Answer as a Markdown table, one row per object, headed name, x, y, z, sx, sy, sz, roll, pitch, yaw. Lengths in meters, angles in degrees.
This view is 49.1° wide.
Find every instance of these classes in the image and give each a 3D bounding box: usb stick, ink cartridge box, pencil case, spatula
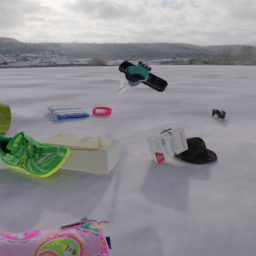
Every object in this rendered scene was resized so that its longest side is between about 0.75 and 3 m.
| name | x | y | z | sx | sy | sz | roll | pitch | yaw |
| --- | --- | --- | --- | --- | --- | --- | --- | --- | --- |
| usb stick | 0.503 | -1.822 | 9.799 | 1.883 | 0.307 | 0.522 | 31 | 64 | 21 |
| ink cartridge box | 1.166 | 0.454 | 8.296 | 1.049 | 0.757 | 0.439 | -23 | 22 | -13 |
| pencil case | -1.337 | 1.780 | 3.774 | 2.244 | 0.981 | 0.981 | -4 | 16 | -6 |
| spatula | 0.162 | -2.206 | 12.602 | 1.546 | 0.179 | 2.223 | -35 | -5 | -6 |

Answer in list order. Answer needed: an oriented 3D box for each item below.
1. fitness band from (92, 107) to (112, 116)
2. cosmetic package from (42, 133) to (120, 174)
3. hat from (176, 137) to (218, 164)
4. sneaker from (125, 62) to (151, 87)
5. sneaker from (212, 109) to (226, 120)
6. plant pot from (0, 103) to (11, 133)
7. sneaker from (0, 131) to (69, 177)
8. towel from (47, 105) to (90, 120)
| name | x | y | z | sx | sy | sz | roll | pitch | yaw |
| --- | --- | --- | --- | --- | --- | --- | --- | --- | --- |
| fitness band | -1.315 | -0.845 | 14.319 | 0.967 | 0.252 | 1.346 | 2 | 17 | -2 |
| cosmetic package | -1.336 | 0.697 | 8.022 | 2.004 | 0.732 | 1.037 | 4 | 16 | 16 |
| hat | 2.085 | 0.589 | 8.686 | 1.427 | 0.575 | 1.427 | 1 | 15 | 0 |
| sneaker | 0.235 | -1.450 | 8.381 | 0.629 | 0.740 | 1.691 | 36 | 28 | 4 |
| sneaker | 4.435 | -0.698 | 13.337 | 0.528 | 0.491 | 1.222 | 1 | 17 | -1 |
| plant pot | -5.406 | -0.417 | 10.682 | 1.615 | 1.678 | 1.678 | 2 | 12 | -37 |
| sneaker | -2.634 | 0.656 | 7.347 | 2.395 | 1.001 | 0.887 | 2 | 50 | 26 |
| towel | -3.012 | -0.787 | 14.057 | 1.627 | 0.264 | 2.216 | -6 | 19 | -27 |
